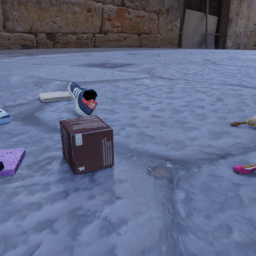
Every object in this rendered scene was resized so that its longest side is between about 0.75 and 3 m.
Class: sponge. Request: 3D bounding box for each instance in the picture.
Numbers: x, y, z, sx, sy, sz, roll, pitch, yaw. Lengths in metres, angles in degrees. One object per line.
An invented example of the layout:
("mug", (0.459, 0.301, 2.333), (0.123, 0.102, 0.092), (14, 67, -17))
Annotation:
("sponge", (-3.175, 0.876, 7.333), (0.700, 0.187, 1.256), (-2, 20, -6))

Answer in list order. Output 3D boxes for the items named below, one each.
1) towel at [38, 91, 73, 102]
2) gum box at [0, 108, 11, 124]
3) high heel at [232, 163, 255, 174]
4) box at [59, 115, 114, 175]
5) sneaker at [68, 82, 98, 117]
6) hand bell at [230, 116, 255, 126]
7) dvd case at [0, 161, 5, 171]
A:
("towel", (-3.601, -1.584, 13.985), (1.609, 0.277, 1.066), (-9, 21, -23))
("gum box", (-5.333, -0.415, 10.708), (1.191, 0.312, 1.402), (-16, 26, -38))
("high heel", (3.045, 0.912, 6.886), (0.886, 0.425, 0.298), (6, 21, 15))
("box", (-1.101, 0.386, 7.361), (1.071, 1.082, 1.304), (-9, 22, -24))
("sneaker", (-1.736, -1.345, 11.243), (0.820, 0.924, 2.187), (27, 24, -44))
("hand bell", (4.191, -0.177, 10.098), (0.962, 0.501, 0.501), (-8, 17, 16))
("dvd case", (-3.643, 1.228, 5.079), (1.742, 0.214, 2.442), (-14, 8, 7))
